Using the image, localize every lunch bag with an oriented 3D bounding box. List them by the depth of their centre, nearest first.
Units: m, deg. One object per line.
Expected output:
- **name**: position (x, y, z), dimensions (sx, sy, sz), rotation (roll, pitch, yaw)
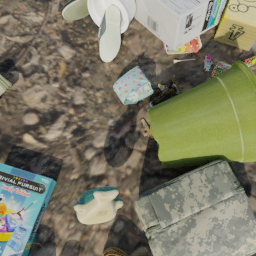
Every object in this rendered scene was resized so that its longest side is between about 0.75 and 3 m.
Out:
- **lunch bag**: position (1.746, 2.517, 7.195), dimensions (2.835, 1.975, 2.378), rotation (-20, 65, -11)
- **lunch bag**: position (0.131, -1.326, 9.168), dimensions (1.104, 0.673, 0.941), rotation (-32, 54, 2)

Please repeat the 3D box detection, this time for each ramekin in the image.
- **ramekin**: position (-0.535, -4.340, 10.097), dimensions (1.698, 1.698, 0.828), rotation (28, 64, 10)

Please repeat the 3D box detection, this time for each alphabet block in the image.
- **alphabet block**: position (4.063, -3.829, 10.044), dimensions (1.368, 1.343, 1.336), rotation (22, 69, 8)

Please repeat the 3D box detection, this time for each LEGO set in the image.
- **LEGO set**: position (3.694, -2.204, 9.740), dimensions (1.966, 0.732, 0.904), rotation (-3, 69, -1)

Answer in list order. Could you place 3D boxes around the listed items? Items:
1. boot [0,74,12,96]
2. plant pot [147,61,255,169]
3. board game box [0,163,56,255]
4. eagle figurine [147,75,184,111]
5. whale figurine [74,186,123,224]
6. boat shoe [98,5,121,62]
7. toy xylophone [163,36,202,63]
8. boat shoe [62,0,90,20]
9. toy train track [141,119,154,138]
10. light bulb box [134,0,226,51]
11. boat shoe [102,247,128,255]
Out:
- **boot**: position (-5.116, -1.478, 9.481), dimensions (1.955, 0.705, 1.512), rotation (33, 73, 6)
- **plant pot**: position (2.116, -0.046, 8.029), dimensions (2.826, 2.975, 2.975), rotation (-16, 69, 6)
- **board game box**: position (-3.382, 2.378, 8.067), dimensions (1.780, 0.553, 2.358), rotation (15, 70, 6)
- **eagle figurine**: position (1.146, -1.201, 9.411), dimensions (1.307, 0.986, 0.992), rotation (-31, 25, 23)
- **whale figurine**: position (-0.701, 1.709, 6.684), dimensions (1.202, 1.510, 0.784), rotation (0, 51, -20)
- **boat shoe**: position (-0.724, -3.388, 10.308), dimensions (0.771, 0.654, 2.117), rotation (9, 83, -27)
- **toy xylophone**: position (2.003, -2.931, 10.224), dimensions (1.410, 0.354, 1.032), rotation (-13, 69, -5)
- **boat shoe**: position (-1.627, -4.981, 10.706), dimensions (2.455, 0.917, 0.814), rotation (-38, 76, -16)
- **toy train track**: position (0.643, 0.033, 9.219), dimensions (0.430, 0.122, 0.750), rotation (-27, 65, -3)
- **light bulb box**: position (1.826, -4.421, 9.984), dimensions (2.349, 1.466, 2.328), rotation (-33, 65, -18)
- **boat shoe**: position (0.213, 4.014, 7.273), dimensions (2.287, 0.844, 0.865), rotation (32, 72, 11)
